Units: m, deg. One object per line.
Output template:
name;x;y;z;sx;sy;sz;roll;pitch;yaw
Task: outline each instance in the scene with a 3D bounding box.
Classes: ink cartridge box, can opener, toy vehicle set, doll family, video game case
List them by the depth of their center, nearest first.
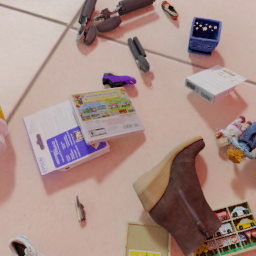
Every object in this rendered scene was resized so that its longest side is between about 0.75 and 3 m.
toy vehicle set;0.503;3.774;7.846;1.318;0.281;2.121;6;65;3
toy vehicle set;2.770;3.027;8.203;2.147;0.285;1.334;-13;65;-6
doll family;4.021;0.691;8.776;1.714;1.244;2.761;-41;71;-17
ink cartridge box;-2.086;0.208;9.412;2.337;0.507;2.315;-22;65;-10
video game case;-0.715;-0.490;9.486;2.115;0.242;1.925;-12;62;-27
ink cartridge box;3.158;-1.614;10.088;1.726;0.492;1.403;-22;45;-28
can opener;0.480;-2.907;10.835;0.494;0.619;1.851;-19;66;-9
can opener;-1.604;-4.481;11.703;0.832;0.664;2.489;25;62;-25
can opener;-0.074;-4.856;11.843;2.915;0.778;0.975;-24;100;-12

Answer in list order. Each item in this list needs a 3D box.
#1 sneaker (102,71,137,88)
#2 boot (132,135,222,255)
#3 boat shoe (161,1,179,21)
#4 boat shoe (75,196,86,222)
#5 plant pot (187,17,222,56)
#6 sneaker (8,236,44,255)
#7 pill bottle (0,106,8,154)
sneaker;-0.352;-1.669;10.380;1.307;0.454;0.650;12;70;11
boot;1.876;1.862;8.378;2.999;1.085;2.495;-36;76;-23
boat shoe;1.804;-5.106;12.022;0.422;0.371;1.186;-23;65;-9
boat shoe;-1.452;2.433;8.500;0.260;0.289;0.803;-11;68;-14
plant pot;2.921;-3.486;10.897;1.122;1.008;1.122;12;65;6
sneaker;-2.579;3.660;7.621;1.886;0.817;0.707;32;67;13
pill bottle;-4.930;-0.418;9.141;1.540;1.540;2.820;-25;67;-11
